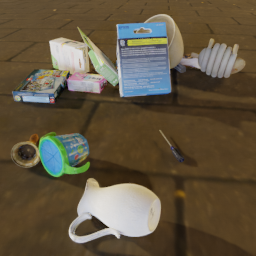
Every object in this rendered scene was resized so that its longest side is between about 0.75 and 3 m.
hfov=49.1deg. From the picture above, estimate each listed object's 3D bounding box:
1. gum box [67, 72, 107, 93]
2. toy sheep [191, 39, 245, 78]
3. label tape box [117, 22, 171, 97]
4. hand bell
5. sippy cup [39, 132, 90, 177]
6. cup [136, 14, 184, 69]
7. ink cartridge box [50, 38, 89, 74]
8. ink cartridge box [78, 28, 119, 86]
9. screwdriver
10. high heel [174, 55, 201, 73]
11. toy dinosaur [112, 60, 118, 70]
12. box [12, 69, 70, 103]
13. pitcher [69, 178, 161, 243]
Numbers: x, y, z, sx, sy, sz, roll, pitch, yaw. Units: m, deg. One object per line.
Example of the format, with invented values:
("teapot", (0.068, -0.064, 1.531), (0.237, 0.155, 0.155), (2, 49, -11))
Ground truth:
("gum box", (-1.555, -1.777, 10.948), (1.383, 0.457, 0.785), (8, 33, 12))
("toy sheep", (3.745, -2.866, 11.725), (2.238, 1.543, 1.543), (20, 37, 19))
("label tape box", (0.521, -2.395, 9.997), (1.758, 2.453, 0.811), (-5, 1, -7))
("hand bell", (-2.590, 0.430, 7.505), (0.699, 0.699, 1.342), (-4, 21, -6))
("sippy cup", (-1.510, 0.575, 6.896), (0.947, 1.292, 1.014), (-20, -8, -46))
("cup", (1.486, -3.444, 12.133), (1.633, 2.283, 2.283), (22, 11, -45))
("ink cartridge box", (-2.409, -3.086, 12.239), (2.179, 1.276, 0.734), (25, 40, 34))
("ink cartridge box", (-1.185, -2.646, 10.462), (0.495, 2.066, 1.503), (-41, 42, 14))
("screwdriver", (1.154, 0.467, 7.717), (0.205, 0.214, 1.471), (-9, 30, -15))
("high heel", (2.841, -3.268, 13.002), (2.013, 0.719, 1.435), (-22, 44, -16))
("toy dinosaur", (-0.512, -2.663, 12.536), (1.359, 0.714, 1.233), (-43, 56, 5))
("box", (-3.238, -1.664, 10.805), (1.509, 0.416, 2.210), (3, 33, 4))
("pitcher", (-0.264, 1.650, 5.287), (1.538, 0.933, 1.320), (4, 48, 27))
